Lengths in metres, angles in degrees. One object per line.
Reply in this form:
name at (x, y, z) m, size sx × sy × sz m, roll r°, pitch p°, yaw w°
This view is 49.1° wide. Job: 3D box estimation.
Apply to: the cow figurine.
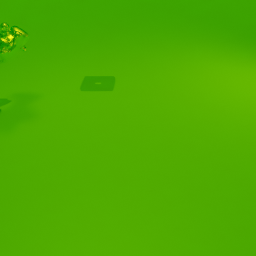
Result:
cow figurine at (-3.604, -2.498, 8.460) m, size 0.842 × 1.509 × 1.534 m, roll 33°, pitch 69°, yaw -13°
